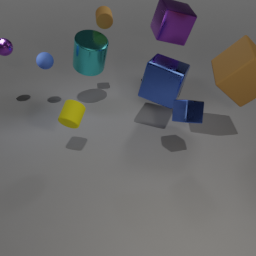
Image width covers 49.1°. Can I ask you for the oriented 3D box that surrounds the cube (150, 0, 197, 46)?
[{"bbox_3d":[1.962,-4.696,12.371,1.400,1.400,1.400,6,42,-17],"label":"cube"}]

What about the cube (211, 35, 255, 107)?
[{"bbox_3d":[3.798,-1.851,9.234,1.400,1.400,1.400,33,42,-25],"label":"cube"}]

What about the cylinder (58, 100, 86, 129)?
[{"bbox_3d":[-1.801,-0.442,9.007,0.700,0.700,0.700,10,66,16],"label":"cylinder"}]

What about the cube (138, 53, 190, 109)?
[{"bbox_3d":[1.376,-1.808,10.630,1.400,1.400,1.400,22,33,10],"label":"cube"}]

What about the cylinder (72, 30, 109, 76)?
[{"bbox_3d":[-1.609,-3.174,11.882,1.400,1.400,1.400,7,52,-9],"label":"cylinder"}]

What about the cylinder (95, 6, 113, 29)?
[{"bbox_3d":[-0.998,-4.617,11.704,0.700,0.700,0.700,-4,47,-6],"label":"cylinder"}]

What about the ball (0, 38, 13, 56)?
[{"bbox_3d":[-4.998,-3.255,11.269,0.700,0.700,0.700,0,32,0],"label":"ball"}]

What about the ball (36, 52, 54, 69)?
[{"bbox_3d":[-3.460,-2.800,11.681,0.700,0.700,0.700,0,32,0],"label":"ball"}]

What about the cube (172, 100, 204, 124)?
[{"bbox_3d":[1.904,-0.524,8.913,0.700,0.700,0.700,3,4,-27],"label":"cube"}]
